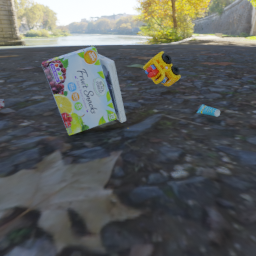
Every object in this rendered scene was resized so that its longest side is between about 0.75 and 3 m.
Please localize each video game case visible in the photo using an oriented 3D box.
[{"bbox_3d":[-0.774,-1.384,9.065,0.238,2.041,1.855,-26,36,-20],"label":"video game case"}]

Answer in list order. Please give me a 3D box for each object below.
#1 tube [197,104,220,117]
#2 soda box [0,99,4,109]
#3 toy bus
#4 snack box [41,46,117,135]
[{"bbox_3d":[2.803,-0.603,9.784,0.372,0.242,0.960,-51,26,-6],"label":"tube"},{"bbox_3d":[-4.738,-0.808,10.057,0.837,0.293,0.265,-17,-9,43],"label":"soda box"},{"bbox_3d":[1.501,-2.625,13.288,1.539,1.603,1.088,-38,1,-43],"label":"toy bus"},{"bbox_3d":[-1.383,-1.078,8.257,1.573,2.212,0.586,-20,24,-9],"label":"snack box"}]
